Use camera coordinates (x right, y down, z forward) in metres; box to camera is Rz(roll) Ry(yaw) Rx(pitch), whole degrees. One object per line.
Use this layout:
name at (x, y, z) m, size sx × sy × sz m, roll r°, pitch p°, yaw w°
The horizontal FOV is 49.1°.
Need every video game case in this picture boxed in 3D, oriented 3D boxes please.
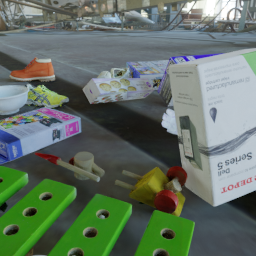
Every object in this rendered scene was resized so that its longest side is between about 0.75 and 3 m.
video game case at (1.459, -2.244, 11.576) m, size 2.650 × 0.664 × 2.924 m, roll -4°, pitch 23°, yaw -9°

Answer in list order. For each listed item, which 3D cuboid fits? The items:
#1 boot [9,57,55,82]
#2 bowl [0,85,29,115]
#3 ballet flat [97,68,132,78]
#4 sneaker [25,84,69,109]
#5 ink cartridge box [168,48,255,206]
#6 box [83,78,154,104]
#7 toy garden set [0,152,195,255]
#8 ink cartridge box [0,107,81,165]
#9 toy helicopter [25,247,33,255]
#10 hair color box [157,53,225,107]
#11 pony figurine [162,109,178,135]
boot at (-4.057, -2.471, 11.757) m, size 1.855 × 0.995 × 0.696 m, roll -4°, pitch 24°, yaw -6°
bowl at (-3.532, -0.772, 8.077) m, size 1.382 × 0.621 × 1.382 m, roll 1°, pitch 22°, yaw 0°
ballet flat at (-0.671, -1.796, 10.383) m, size 0.856 × 0.856 × 2.386 m, roll 14°, pitch 27°, yaw 31°
sneaker at (-2.578, -0.980, 8.614) m, size 1.578 × 0.603 × 0.595 m, roll 7°, pitch 22°, yaw 14°
ink cartridge box at (1.543, -0.072, 4.208) m, size 1.464 × 2.013 × 0.846 m, roll -16°, pitch 16°, yaw -16°
box at (-0.186, -1.146, 8.332) m, size 0.503 × 0.539 × 2.600 m, roll -38°, pitch -16°, yaw 36°
toy garden set at (-0.568, 1.057, 3.611) m, size 2.746 × 0.548 × 2.289 m, roll 12°, pitch 26°, yaw 18°
ink cartridge box at (-2.325, 0.100, 6.223) m, size 1.359 × 0.478 × 2.277 m, roll 16°, pitch 29°, yaw 35°
toy helicopter at (-1.556, 1.499, 2.674) m, size 1.055 × 0.629 × 1.596 m, roll 7°, pitch 10°, yaw 33°
hair color box at (2.306, -1.537, 8.762) m, size 2.487 × 1.359 × 0.806 m, roll -11°, pitch 52°, yaw -25°
pony figurine at (1.704, -0.529, 6.486) m, size 1.827 × 1.576 × 1.893 m, roll 22°, pitch 16°, yaw -13°
